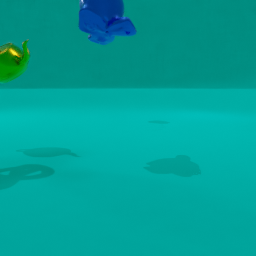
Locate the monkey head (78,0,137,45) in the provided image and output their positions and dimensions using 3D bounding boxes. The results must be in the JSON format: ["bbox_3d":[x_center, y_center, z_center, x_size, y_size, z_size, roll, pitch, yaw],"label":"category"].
[{"bbox_3d":[-0.282,-1.863,4.530,1.028,0.861,1.429,10,-15,27],"label":"monkey head"}]

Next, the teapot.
[{"bbox_3d":[-2.379,-1.331,5.457,1.383,0.677,0.860,-13,39,19],"label":"teapot"}]
